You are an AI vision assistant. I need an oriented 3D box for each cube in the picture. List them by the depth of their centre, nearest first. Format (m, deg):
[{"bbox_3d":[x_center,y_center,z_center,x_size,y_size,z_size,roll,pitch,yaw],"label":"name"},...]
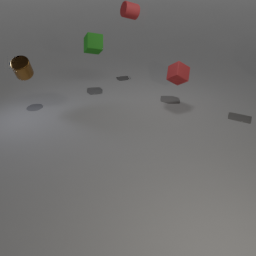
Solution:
[{"bbox_3d":[-1.513,-3.680,12.224,0.700,0.700,0.700,1,-3,-23],"label":"cube"},{"bbox_3d":[2.197,-2.383,12.247,0.700,0.700,0.700,21,-20,-30],"label":"cube"}]

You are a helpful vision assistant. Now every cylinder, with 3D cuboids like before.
[{"bbox_3d":[-4.106,-2.324,10.879,0.700,0.700,0.700,0,63,-1],"label":"cylinder"},{"bbox_3d":[0.092,-5.412,12.900,0.700,0.700,0.700,2,25,-29],"label":"cylinder"}]
